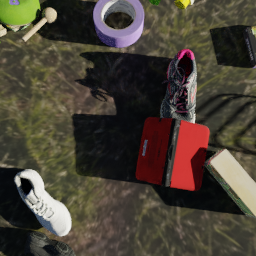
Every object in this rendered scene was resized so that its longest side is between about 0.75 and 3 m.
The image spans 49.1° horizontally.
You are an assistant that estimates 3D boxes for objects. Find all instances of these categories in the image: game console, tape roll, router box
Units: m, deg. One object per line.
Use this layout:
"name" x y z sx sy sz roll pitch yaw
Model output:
"game console" 1.210 0.693 7.748 1.545 1.064 1.792 5 82 41
"tape roll" -0.277 -3.253 8.458 1.492 0.634 1.492 0 79 1
"router box" 4.137 -2.487 8.459 0.976 0.324 1.241 -9 79 -2

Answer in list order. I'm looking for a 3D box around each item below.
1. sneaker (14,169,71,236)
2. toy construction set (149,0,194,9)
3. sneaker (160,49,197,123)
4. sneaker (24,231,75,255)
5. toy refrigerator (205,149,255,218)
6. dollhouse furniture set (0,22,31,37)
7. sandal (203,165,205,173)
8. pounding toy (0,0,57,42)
"sneaker" -2.301 1.987 7.297 0.780 0.912 2.094 -42 83 -8
"toy construction set" 0.088 -3.417 5.569 2.906 1.905 1.339 15 87 10
"sneaker" 1.437 -0.993 7.870 0.994 0.921 2.466 1 79 0
"sneaker" -2.037 3.260 7.300 1.451 0.551 0.659 22 89 11
"toy refrigerator" 2.883 1.492 7.499 0.639 0.694 1.828 -37 82 -7
"dollhouse furniture set" -3.821 -3.041 8.580 0.923 0.707 1.409 41 53 1
"sandal" 1.409 0.676 7.767 0.704 0.470 1.723 -40 81 -8
"pounding toy" -3.197 -3.754 8.175 1.996 0.926 1.540 41 60 3
